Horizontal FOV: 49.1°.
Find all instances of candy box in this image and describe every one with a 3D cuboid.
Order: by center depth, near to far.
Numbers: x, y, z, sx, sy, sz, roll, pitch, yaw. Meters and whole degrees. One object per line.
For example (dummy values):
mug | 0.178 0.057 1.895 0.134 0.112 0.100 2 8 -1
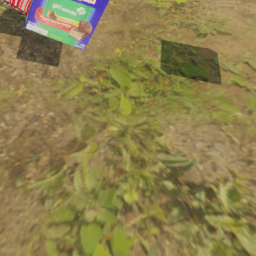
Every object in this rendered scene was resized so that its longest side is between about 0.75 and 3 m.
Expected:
candy box | -1.328 -2.847 6.320 1.504 1.779 0.685 14 45 -27

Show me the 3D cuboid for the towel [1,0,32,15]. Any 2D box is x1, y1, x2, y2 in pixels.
towel | -2.756 -4.112 7.993 1.734 2.398 0.270 -49 65 15
